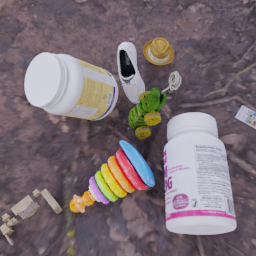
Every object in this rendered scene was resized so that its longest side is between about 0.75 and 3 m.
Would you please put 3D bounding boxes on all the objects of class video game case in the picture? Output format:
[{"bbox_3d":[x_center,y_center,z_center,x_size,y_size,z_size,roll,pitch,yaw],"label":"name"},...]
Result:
[{"bbox_3d":[3.952,-0.353,9.129,0.751,0.068,0.538,32,67,15],"label":"video game case"}]

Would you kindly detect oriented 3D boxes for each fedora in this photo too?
[{"bbox_3d":[1.096,-2.726,9.652,1.187,0.484,1.187,3,62,-5],"label":"fedora"}]

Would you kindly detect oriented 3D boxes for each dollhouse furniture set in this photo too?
[{"bbox_3d":[-2.599,2.322,7.367,1.500,0.777,0.664,-39,67,-20],"label":"dollhouse furniture set"}]

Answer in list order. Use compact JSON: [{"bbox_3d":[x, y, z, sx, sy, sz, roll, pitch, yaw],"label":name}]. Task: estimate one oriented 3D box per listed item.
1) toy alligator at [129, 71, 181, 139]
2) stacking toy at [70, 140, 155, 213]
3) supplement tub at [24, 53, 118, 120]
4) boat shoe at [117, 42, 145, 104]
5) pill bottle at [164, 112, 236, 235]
[{"bbox_3d":[0.529,-0.597,7.732,0.670,2.787,0.924,-1,57,-22],"label":"toy alligator"},{"bbox_3d":[-0.552,1.557,7.634,2.401,1.318,1.394,-35,70,1],"label":"stacking toy"},{"bbox_3d":[-1.560,-1.139,8.054,1.668,2.294,1.668,-4,83,34],"label":"supplement tub"},{"bbox_3d":[0.018,-1.598,8.723,0.749,2.035,0.665,-6,30,21],"label":"boat shoe"},{"bbox_3d":[1.792,1.183,7.440,1.666,1.666,2.939,2,62,1],"label":"pill bottle"}]
